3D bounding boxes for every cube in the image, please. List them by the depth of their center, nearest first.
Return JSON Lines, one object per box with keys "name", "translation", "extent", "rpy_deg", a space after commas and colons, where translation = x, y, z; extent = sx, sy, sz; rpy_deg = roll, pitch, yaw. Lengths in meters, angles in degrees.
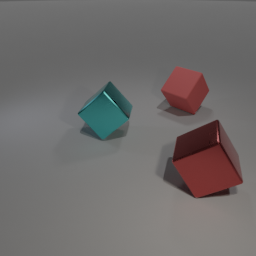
{"name": "cube", "translation": [2.259, 0.867, 8.011], "extent": [1.400, 1.400, 1.400], "rpy_deg": [-26, 18, 26]}
{"name": "cube", "translation": [-0.832, -0.700, 10.825], "extent": [1.400, 1.400, 1.400], "rpy_deg": [-38, 15, 20]}
{"name": "cube", "translation": [2.605, -1.708, 12.713], "extent": [1.400, 1.400, 1.400], "rpy_deg": [26, 79, 38]}
